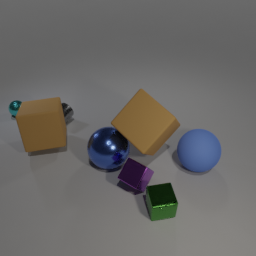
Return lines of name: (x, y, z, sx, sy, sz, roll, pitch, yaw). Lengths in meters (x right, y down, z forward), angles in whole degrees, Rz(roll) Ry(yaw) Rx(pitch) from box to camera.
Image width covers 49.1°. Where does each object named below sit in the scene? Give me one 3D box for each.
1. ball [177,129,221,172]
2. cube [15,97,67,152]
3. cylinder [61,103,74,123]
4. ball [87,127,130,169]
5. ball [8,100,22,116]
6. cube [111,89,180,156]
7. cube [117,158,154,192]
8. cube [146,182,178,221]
ball: (2.301, 0.725, 9.106, 1.400, 1.400, 1.400, 0, 33, 0)
cube: (-3.032, -0.153, 10.031, 1.400, 1.400, 1.400, -9, 27, -7)
cylinder: (-2.712, -0.559, 11.513, 0.700, 0.700, 0.700, 17, 48, 24)
ball: (-0.639, 0.652, 9.219, 1.400, 1.400, 1.400, 0, 33, 0)
ball: (-4.789, -0.848, 12.096, 0.700, 0.700, 0.700, 0, 33, 0)
cube: (0.591, -0.127, 8.707, 1.400, 1.400, 1.400, 43, 5, 17)
cube: (0.244, 1.394, 8.345, 0.700, 0.700, 0.700, 25, 83, 28)
cube: (0.907, 2.021, 7.681, 0.700, 0.700, 0.700, -7, 43, -8)
